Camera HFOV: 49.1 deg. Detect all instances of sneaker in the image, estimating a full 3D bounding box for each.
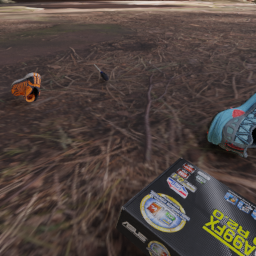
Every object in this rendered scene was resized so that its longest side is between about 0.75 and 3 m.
[{"bbox_3d":[-3.032,-1.058,8.217,1.277,0.715,0.495,-23,-24,38],"label":"sneaker"},{"bbox_3d":[3.016,-0.034,6.386,2.513,0.997,1.200,-26,44,-24],"label":"sneaker"}]

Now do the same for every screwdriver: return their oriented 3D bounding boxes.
[{"bbox_3d":[-1.070,-2.138,10.516,0.213,0.205,1.467,0,33,-34],"label":"screwdriver"}]

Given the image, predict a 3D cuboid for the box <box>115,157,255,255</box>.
[{"bbox_3d":[1.052,1.311,3.530,1.918,0.425,1.536,33,36,25],"label":"box"}]
